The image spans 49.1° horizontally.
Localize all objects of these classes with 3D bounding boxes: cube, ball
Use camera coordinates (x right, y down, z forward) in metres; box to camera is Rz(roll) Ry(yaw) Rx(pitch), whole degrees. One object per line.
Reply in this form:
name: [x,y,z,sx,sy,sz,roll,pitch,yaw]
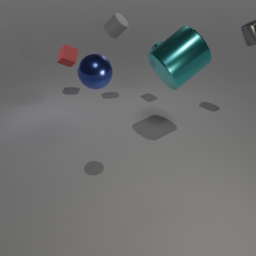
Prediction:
cube: [-2.816,-3.349,13.033,0.700,0.700,0.700,15,-16,-30]
ball: [-0.656,-1.123,5.603,0.700,0.700,0.700,0,32,0]

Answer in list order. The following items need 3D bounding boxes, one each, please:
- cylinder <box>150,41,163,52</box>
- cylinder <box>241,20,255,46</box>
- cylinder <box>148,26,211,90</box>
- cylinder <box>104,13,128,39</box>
cylinder: [1.417,-3.179,11.889,0.700,0.700,0.700,-23,73,-33]
cylinder: [4.430,-3.349,9.856,0.700,0.700,0.700,-25,18,9]
cylinder: [1.565,-2.133,8.623,1.400,1.400,1.400,-39,39,-2]
cylinder: [-0.467,-4.010,10.985,0.700,0.700,0.700,-35,14,33]
